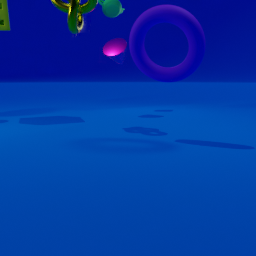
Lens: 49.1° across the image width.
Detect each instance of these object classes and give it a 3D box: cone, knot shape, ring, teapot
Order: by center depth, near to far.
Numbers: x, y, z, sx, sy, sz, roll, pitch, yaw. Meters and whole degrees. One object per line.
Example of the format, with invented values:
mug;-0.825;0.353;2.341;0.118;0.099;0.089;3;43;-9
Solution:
ring;0.750;-1.625;5.565;1.539;1.539;0.308;4;35;23
knot shape;-1.337;-3.039;6.883;0.692;1.402;1.498;-24;40;-29
cone;-0.340;-2.589;10.113;0.899;0.899;0.902;4;-31;22
teapot;-0.623;-4.846;11.194;1.252;0.613;0.778;8;-39;-31

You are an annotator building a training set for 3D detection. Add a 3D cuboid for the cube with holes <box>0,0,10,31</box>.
cube with holes;-4.524;-3.842;8.604;1.384;1.384;1.384;-10;32;-26
